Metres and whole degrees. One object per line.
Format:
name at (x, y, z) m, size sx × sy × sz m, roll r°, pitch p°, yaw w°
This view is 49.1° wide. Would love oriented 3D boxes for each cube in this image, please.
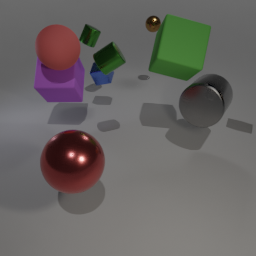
cube at (-1.066, -2.278, 11.559) m, size 0.700 × 0.700 × 0.700 m, roll -6°, pitch 49°, yaw 20°
cube at (-2.432, -1.822, 10.184) m, size 1.400 × 1.400 × 1.400 m, roll 0°, pitch 75°, yaw 3°
cube at (1.570, -2.457, 8.799) m, size 1.400 × 1.400 × 1.400 m, roll 13°, pitch -6°, yaw -6°

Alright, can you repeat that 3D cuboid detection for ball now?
ball at (1.115, -4.604, 12.401) m, size 0.700 × 0.700 × 0.700 m, roll 0°, pitch 33°, yaw 0°
ball at (-1.206, 0.736, 6.167) m, size 1.400 × 1.400 × 1.400 m, roll 0°, pitch 33°, yaw 0°
ball at (-2.218, -2.546, 8.895) m, size 1.400 × 1.400 × 1.400 m, roll 0°, pitch 33°, yaw 0°

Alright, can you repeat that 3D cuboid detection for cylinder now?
cylinder at (2.511, -0.903, 8.979) m, size 1.400 × 1.400 × 1.400 m, roll 17°, pitch 30°, yaw 24°
cylinder at (-1.558, -3.776, 11.470) m, size 0.700 × 0.700 × 0.700 m, roll 25°, pitch 22°, yaw -11°
cylinder at (-0.530, -1.996, 8.044) m, size 0.700 × 0.700 × 0.700 m, roll -30°, pitch 30°, yaw 14°
